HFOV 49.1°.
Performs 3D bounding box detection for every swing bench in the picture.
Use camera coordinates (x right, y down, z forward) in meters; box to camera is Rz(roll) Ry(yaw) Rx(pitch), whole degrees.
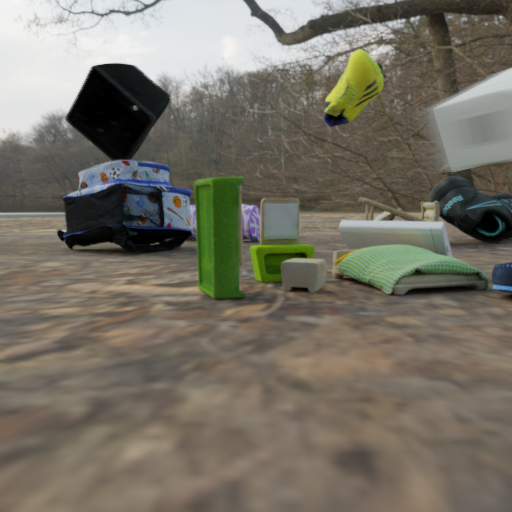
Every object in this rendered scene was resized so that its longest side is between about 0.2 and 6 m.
[{"bbox_3d":[2.708,-0.648,10.854,1.411,0.915,1.403,4,5,7],"label":"swing bench"}]

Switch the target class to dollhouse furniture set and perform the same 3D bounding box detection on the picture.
[{"bbox_3d":[0.771,-0.207,5.351,2.674,1.032,1.336,-2,6,-18],"label":"dollhouse furniture set"}]

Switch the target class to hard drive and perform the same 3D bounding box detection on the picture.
[{"bbox_3d":[1.617,-0.105,6.469,1.172,0.156,0.773,4,-37,32],"label":"hard drive"}]

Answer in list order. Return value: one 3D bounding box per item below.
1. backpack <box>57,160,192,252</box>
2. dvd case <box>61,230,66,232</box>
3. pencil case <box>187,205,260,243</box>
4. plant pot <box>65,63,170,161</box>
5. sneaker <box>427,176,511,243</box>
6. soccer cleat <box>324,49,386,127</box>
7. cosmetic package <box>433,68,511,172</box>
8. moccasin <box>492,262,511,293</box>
[{"bbox_3d":[-2.106,-0.799,9.641,2.039,1.571,1.942,1,-6,43],"label":"backpack"},{"bbox_3d":[-4.515,-0.631,14.762,1.212,0.097,0.901,-3,6,-24],"label":"dvd case"},{"bbox_3d":[-0.760,-0.688,11.897,1.894,0.795,0.810,4,-23,22],"label":"pencil case"},{"bbox_3d":[-2.663,-3.013,11.394,1.511,1.514,1.343,-44,10,39],"label":"plant pot"},{"bbox_3d":[4.808,-0.686,11.605,3.048,1.149,1.208,9,36,-35],"label":"sneaker"},{"bbox_3d":[1.746,-3.005,10.439,0.973,0.752,2.325,-37,-6,-4],"label":"soccer cleat"},{"bbox_3d":[2.717,-1.512,5.623,1.746,0.708,0.985,-29,15,-32],"label":"cosmetic package"},{"bbox_3d":[2.866,0.051,4.858,1.779,0.606,0.716,-1,6,-13],"label":"moccasin"}]
